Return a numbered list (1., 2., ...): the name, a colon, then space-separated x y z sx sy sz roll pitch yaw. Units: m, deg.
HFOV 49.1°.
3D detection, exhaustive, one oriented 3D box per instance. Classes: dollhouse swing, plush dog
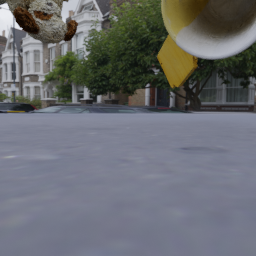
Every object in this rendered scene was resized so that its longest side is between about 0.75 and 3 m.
1. dollhouse swing: 2.613 -3.128 10.705 2.163 2.236 2.461 -18 -14 -18
2. plush dog: -1.931 -2.419 6.016 1.758 1.510 1.410 -10 -31 -45

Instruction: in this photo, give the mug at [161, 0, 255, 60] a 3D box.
1. mug: 1.856 -2.892 5.807 2.026 2.529 2.076 -30 9 38
